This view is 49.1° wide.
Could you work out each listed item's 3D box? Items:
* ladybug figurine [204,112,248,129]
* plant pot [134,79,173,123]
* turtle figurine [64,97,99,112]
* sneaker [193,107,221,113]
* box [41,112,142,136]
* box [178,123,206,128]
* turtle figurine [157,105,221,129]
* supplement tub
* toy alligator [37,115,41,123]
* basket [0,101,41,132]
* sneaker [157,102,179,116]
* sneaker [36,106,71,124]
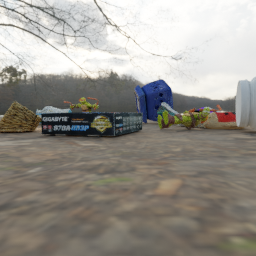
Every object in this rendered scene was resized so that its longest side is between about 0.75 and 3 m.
[{"bbox_3d":[3.849,-0.301,10.923,1.778,0.640,1.207,0,3,-5],"label":"ladybug figurine"},{"bbox_3d":[1.431,-1.501,16.151,1.864,2.073,2.073,-9,27,-3],"label":"plant pot"},{"bbox_3d":[-1.994,-0.830,12.897,1.795,1.448,0.578,-2,30,21],"label":"turtle figurine"},{"bbox_3d":[3.562,-0.593,13.916,1.265,0.884,2.543,-1,4,-8],"label":"sneaker"},{"bbox_3d":[-0.947,-0.167,8.573,2.182,0.631,2.745,1,3,19],"label":"box"},{"bbox_3d":[2.901,-0.313,12.111,0.639,0.532,1.556,-2,4,-34],"label":"box"},{"bbox_3d":[2.149,-0.330,10.378,1.984,0.792,2.460,-7,2,-14],"label":"turtle figurine"},{"bbox_3d":[4.880,-0.796,8.971,2.534,1.842,1.842,1,3,15],"label":"supplement tub"},{"bbox_3d":[-4.394,-0.393,13.607,0.375,0.517,1.559,1,4,22],"label":"toy alligator"},{"bbox_3d":[-3.604,-0.138,9.284,1.076,1.124,1.508,35,-11,-19],"label":"basket"},{"bbox_3d":[2.180,-0.609,14.589,1.620,0.739,0.628,41,-7,26],"label":"sneaker"},{"bbox_3d":[-4.006,-0.784,14.897,2.044,0.825,0.782,-12,-2,14],"label":"sneaker"}]
